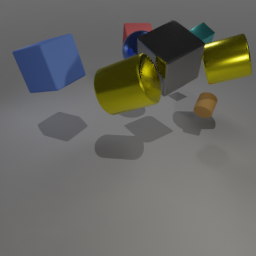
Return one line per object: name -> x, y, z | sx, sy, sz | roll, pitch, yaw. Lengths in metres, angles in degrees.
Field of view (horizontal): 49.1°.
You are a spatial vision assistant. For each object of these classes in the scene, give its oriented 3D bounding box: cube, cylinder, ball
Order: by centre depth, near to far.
cylinder -> 0.009, -1.178, 7.745 | 1.400, 1.400, 1.400 | -13, 24, 29
cube -> 1.246, -2.108, 8.480 | 1.400, 1.400, 1.400 | -31, 60, -16
cube -> -2.481, -2.054, 8.973 | 1.400, 1.400, 1.400 | 1, 29, 35
cylinder -> 3.289, -2.284, 9.424 | 1.400, 1.400, 1.400 | -11, 28, 20
ball -> 0.485, -2.821, 10.202 | 1.400, 1.400, 1.400 | 0, 32, 0
cylinder -> 2.883, -0.849, 10.414 | 0.700, 0.700, 0.700 | 16, 62, 24
cube -> 2.945, -3.666, 11.322 | 0.700, 0.700, 0.700 | -33, 69, -13
cube -> 0.512, -4.421, 14.428 | 1.400, 1.400, 1.400 | -3, 50, -8
